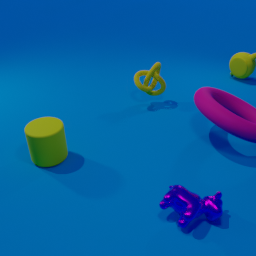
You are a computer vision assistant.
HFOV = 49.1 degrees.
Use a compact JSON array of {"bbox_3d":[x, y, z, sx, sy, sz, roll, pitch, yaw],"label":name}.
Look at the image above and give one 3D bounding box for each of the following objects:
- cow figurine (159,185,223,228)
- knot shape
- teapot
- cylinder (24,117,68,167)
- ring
[{"bbox_3d":[1.150,1.293,4.902,0.971,0.533,0.955,41,50,20],"label":"cow figurine"},{"bbox_3d":[0.646,-1.442,8.516,1.010,1.079,0.499,-14,25,-27],"label":"knot shape"},{"bbox_3d":[4.364,-2.395,10.440,0.770,1.572,0.977,-25,80,-28],"label":"teapot"},{"bbox_3d":[-1.808,0.301,6.262,0.826,0.826,0.826,0,33,0],"label":"cylinder"},{"bbox_3d":[2.572,-0.356,6.822,2.093,0.419,2.093,20,28,-11],"label":"ring"}]
